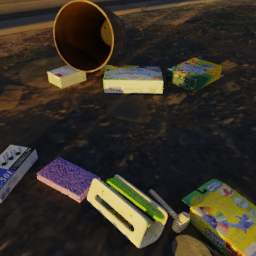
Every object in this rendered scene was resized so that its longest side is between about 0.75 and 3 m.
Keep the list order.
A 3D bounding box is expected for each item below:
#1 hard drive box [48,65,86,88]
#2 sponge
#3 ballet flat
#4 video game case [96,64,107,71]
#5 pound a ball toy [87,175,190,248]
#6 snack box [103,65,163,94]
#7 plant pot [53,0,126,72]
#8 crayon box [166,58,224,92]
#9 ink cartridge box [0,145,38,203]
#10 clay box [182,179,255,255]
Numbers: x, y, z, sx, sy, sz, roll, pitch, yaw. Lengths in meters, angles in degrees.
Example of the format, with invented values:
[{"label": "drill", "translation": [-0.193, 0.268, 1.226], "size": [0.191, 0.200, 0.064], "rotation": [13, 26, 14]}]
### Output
[{"label": "hard drive box", "translation": [-2.634, -2.261, 12.153], "size": [1.012, 0.499, 1.299], "rotation": [28, 43, 36]}, {"label": "sponge", "translation": [-1.520, 1.279, 7.156], "size": [1.460, 0.218, 0.815], "rotation": [20, 39, 27]}, {"label": "ballet flat", "translation": [1.659, 2.566, 5.091], "size": [1.860, 0.627, 0.431], "rotation": [21, -4, 33]}, {"label": "video game case", "translation": [-1.953, -3.111, 13.713], "size": [1.869, 0.177, 1.335], "rotation": [-3, 34, -3]}, {"label": "pound a ball toy", "translation": [0.181, 1.807, 6.048], "size": [1.916, 0.814, 1.249], "rotation": [30, 19, 37]}, {"label": "snack box", "translation": [0.224, -2.057, 11.729], "size": [2.361, 0.625, 1.679], "rotation": [1, 34, 1]}, {"label": "plant pot", "translation": [-1.250, -4.150, 12.439], "size": [2.778, 2.778, 2.972], "rotation": [14, 27, 19]}, {"label": "crayon box", "translation": [3.017, -2.440, 12.314], "size": [2.386, 0.615, 1.500], "rotation": [-28, 43, -36]}, {"label": "ink cartridge box", "translation": [-3.142, 1.119, 7.245], "size": [0.802, 0.377, 1.705], "rotation": [8, 35, 13]}, {"label": "clay box", "translation": [2.208, 1.994, 5.833], "size": [1.174, 0.486, 2.043], "rotation": [-22, 40, -28]}]
